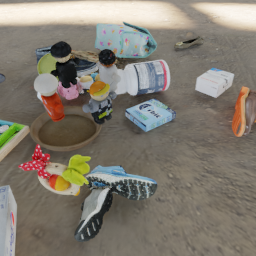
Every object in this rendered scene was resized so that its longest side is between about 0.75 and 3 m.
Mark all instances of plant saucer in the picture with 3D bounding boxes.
[{"bbox_3d":[-3.230,-2.684,12.207,1.420,1.420,0.221,-14,45,-17],"label":"plant saucer"},{"bbox_3d":[-2.129,0.019,9.779,2.435,0.359,2.435,0,36,0],"label":"plant saucer"}]

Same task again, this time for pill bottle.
[{"bbox_3d":[0.511,-2.077,11.766,2.212,1.323,1.323,-11,38,-13],"label":"pill bottle"}]

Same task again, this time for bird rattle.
[{"bbox_3d":[-1.663,1.136,6.495,1.576,1.285,0.888,4,41,0],"label":"bird rattle"}]

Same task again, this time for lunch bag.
[{"bbox_3d":[-0.041,-4.738,15.064,2.698,1.645,2.298,-14,35,-38],"label":"lunch bag"}]

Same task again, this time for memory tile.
[{"bbox_3d":[-1.784,-3.637,14.202,1.755,0.192,2.289,-10,28,-44],"label":"memory tile"}]

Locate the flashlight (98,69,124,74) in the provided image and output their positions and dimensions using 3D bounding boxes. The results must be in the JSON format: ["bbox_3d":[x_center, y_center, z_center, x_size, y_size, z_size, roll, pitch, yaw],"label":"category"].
[{"bbox_3d":[-0.708,-2.429,12.896,1.504,0.511,0.509,-18,44,-21],"label":"flashlight"}]

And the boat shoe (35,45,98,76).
[{"bbox_3d":[-2.862,-3.191,13.228,2.881,1.308,1.019,-7,38,-10],"label":"boat shoe"}]

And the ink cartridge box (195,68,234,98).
[{"bbox_3d":[3.781,-2.005,12.235,1.062,0.613,1.455,29,46,32],"label":"ink cartridge box"}]

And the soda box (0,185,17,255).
[{"bbox_3d":[-2.959,2.452,6.165,0.761,0.819,2.400,-10,38,-13],"label":"soda box"}]

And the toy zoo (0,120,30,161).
[{"bbox_3d":[-4.919,0.250,9.544,2.549,0.261,1.672,11,39,14],"label":"toy zoo"}]

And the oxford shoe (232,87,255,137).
[{"bbox_3d":[4.457,-0.608,10.074,1.086,1.062,2.978,18,40,15],"label":"oxford shoe"}]

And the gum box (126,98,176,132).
[{"bbox_3d":[0.848,-0.519,10.513,1.451,0.323,1.233,-24,43,-28],"label":"gum box"}]

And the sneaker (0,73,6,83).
[{"bbox_3d":[-6.122,-1.760,12.064,1.777,0.661,0.778,-23,60,-18],"label":"sneaker"}]

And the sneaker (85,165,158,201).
[{"bbox_3d":[-0.143,1.348,7.702,1.962,0.769,0.883,9,35,11],"label":"sneaker"}]

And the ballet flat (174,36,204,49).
[{"bbox_3d":[3.575,-4.985,16.300,2.054,0.476,0.692,-17,40,-21],"label":"ballet flat"}]

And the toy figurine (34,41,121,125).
[{"bbox_3d":[-1.608,-1.590,9.589,2.618,1.850,2.660,6,51,8],"label":"toy figurine"}]

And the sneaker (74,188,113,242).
[{"bbox_3d":[-0.916,2.105,6.905,0.640,0.597,1.615,3,30,20],"label":"sneaker"}]

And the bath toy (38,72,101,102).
[{"bbox_3d":[-2.277,-1.516,11.376,2.673,1.163,0.988,-24,82,-29],"label":"bath toy"}]
